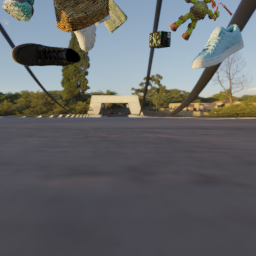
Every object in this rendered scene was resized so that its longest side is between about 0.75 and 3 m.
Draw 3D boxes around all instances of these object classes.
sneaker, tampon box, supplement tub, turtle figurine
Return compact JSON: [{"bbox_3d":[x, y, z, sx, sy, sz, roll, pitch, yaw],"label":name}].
[{"bbox_3d":[2.786,-2.662,8.984,2.398,0.983,0.887,-34,21,-32],"label":"sneaker"},{"bbox_3d":[-1.287,-2.892,7.101,0.792,1.967,0.751,-21,40,-25],"label":"sneaker"},{"bbox_3d":[1.240,-3.427,10.907,0.487,0.578,0.772,-4,12,-31],"label":"tampon box"},{"bbox_3d":[-0.891,-3.378,7.689,0.649,0.892,0.649,-18,33,12],"label":"supplement tub"},{"bbox_3d":[-1.656,-1.979,4.373,0.420,0.494,1.083,37,-2,-39],"label":"sneaker"},{"bbox_3d":[-2.702,-2.478,9.366,2.110,0.789,1.121,-9,12,-38],"label":"sneaker"},{"bbox_3d":[1.927,-3.106,7.713,1.749,0.563,1.411,21,-47,-25],"label":"turtle figurine"}]

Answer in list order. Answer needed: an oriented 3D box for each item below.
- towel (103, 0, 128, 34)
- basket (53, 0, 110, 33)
[{"bbox_3d":[-0.561,-3.903,9.738,0.814,1.097,0.200,-39,-19,14],"label":"towel"},{"bbox_3d":[-0.673,-1.740,4.313,0.779,0.556,0.581,-35,-16,-21],"label":"basket"}]
